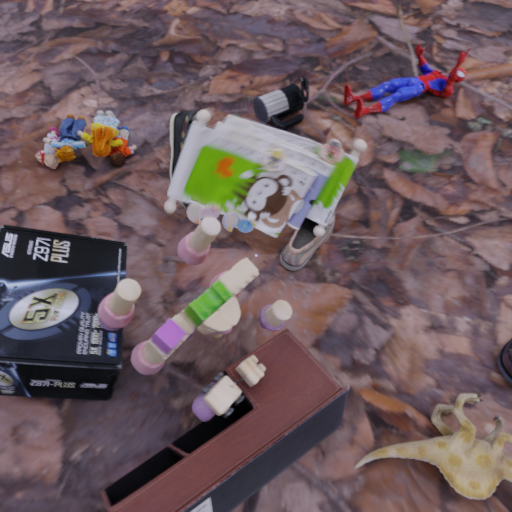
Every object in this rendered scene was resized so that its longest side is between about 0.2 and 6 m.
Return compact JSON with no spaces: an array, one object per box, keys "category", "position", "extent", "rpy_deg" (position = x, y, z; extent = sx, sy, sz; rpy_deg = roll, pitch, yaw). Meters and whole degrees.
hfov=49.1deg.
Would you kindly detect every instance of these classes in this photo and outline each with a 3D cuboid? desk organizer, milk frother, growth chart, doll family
[{"category":"desk organizer","position":[-0.469,2.577,7.712],"extent":[3.427,1.229,1.319],"rpy_deg":[-30,54,-23]},{"category":"milk frother","position":[0.627,-3.593,12.875],"extent":[1.049,1.115,1.006],"rpy_deg":[-27,59,-20]},{"category":"growth chart","position":[0.081,-1.278,9.619],"extent":[3.077,2.227,0.273],"rpy_deg":[11,32,-9]},{"category":"doll family","position":[-3.737,-2.507,12.037],"extent":[2.207,0.994,1.370],"rpy_deg":[-3,50,-2]}]

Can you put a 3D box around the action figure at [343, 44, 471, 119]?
[{"category":"action figure","position":[3.736,-4.330,13.283],"extent":[3.116,1.542,1.017],"rpy_deg":[-15,52,-15]}]

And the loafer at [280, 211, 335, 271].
[{"category":"loafer","position":[1.064,-0.504,10.627],"extent":[0.657,0.575,1.828],"rpy_deg":[28,56,10]}]

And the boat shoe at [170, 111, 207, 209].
[{"category":"boat shoe","position":[-1.263,-1.852,10.927],"extent":[0.602,1.922,0.703],"rpy_deg":[3,9,41]}]

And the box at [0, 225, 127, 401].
[{"category":"box","position":[-3.162,0.874,8.820],"extent":[2.032,1.069,2.481],"rpy_deg":[9,48,-18]}]

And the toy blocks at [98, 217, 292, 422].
[{"category":"toy blocks","position":[-0.936,1.071,8.348],"extent":[2.288,1.926,2.138],"rpy_deg":[47,54,2]}]

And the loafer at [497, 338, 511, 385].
[{"category":"loafer","position":[5.553,1.196,8.906],"extent":[3.484,1.097,1.252],"rpy_deg":[-12,51,-10]}]

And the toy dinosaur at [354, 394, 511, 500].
[{"category":"toy dinosaur","position":[2.847,2.691,7.896],"extent":[2.695,0.784,1.363],"rpy_deg":[11,53,9]}]
